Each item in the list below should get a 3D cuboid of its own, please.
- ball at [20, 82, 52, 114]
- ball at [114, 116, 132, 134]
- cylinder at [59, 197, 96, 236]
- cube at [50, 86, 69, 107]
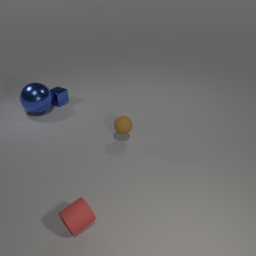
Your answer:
[{"bbox_3d":[-4.153,-1.356,12.676,1.400,1.400,1.400,0,32,0],"label":"ball"},{"bbox_3d":[-0.180,-0.110,10.609,0.700,0.700,0.700,0,32,0],"label":"ball"},{"bbox_3d":[-1.305,2.273,7.220,0.700,0.700,0.700,-33,43,-23],"label":"cylinder"},{"bbox_3d":[-3.398,-1.533,13.649,0.700,0.700,0.700,19,36,28],"label":"cube"}]
